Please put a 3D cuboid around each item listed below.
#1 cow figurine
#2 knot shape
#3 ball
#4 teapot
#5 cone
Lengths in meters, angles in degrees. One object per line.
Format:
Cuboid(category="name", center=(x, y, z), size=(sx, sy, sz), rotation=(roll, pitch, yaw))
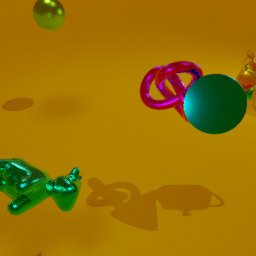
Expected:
Cuboid(category="cow figurine", center=(-1.273, 0.785, 4.003), size=(1.162, 0.638, 1.143), rotation=(29, 17, 19))
Cuboid(category="knot shape", center=(0.882, -0.619, 5.252), size=(1.305, 1.221, 0.603), rotation=(-16, 23, 51))
Cuboid(category="ball", center=(-2.373, -3.438, 8.448), size=(0.961, 0.961, 0.961), rotation=(0, 34, 0))
Cuboid(category="teapot", center=(2.492, -0.711, 5.015), size=(1.140, 1.833, 0.897), rotation=(-37, 20, 15))
Cuboid(category="cone", center=(1.539, -0.414, 5.021), size=(0.992, 0.992, 0.996), rotation=(10, 6, 15))
